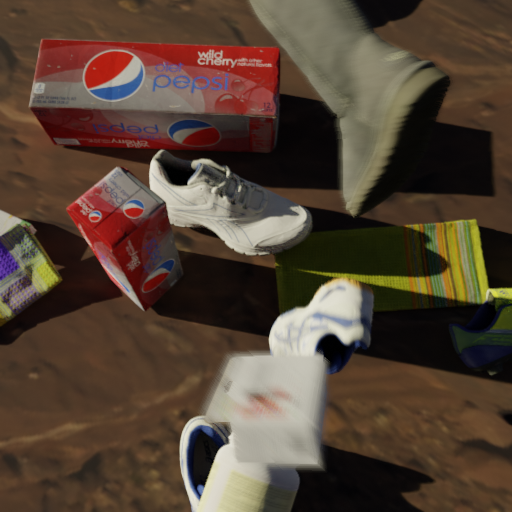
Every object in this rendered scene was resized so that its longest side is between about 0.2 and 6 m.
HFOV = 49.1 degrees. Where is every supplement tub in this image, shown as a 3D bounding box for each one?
[{"bbox_3d":[-0.110,3.031,6.955,1.096,1.096,1.511,19,77,7],"label":"supplement tub"}]

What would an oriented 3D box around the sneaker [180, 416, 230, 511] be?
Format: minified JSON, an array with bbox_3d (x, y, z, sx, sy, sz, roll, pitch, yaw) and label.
[{"bbox_3d":[-0.609,4.046,8.790,1.137,1.331,3.020,-20,73,-8],"label":"sneaker"}]

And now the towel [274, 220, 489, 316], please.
[{"bbox_3d":[2.361,0.225,10.665,3.981,0.359,1.713,-4,70,-1],"label":"towel"}]

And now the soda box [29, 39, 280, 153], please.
[{"bbox_3d":[-1.886,-3.172,11.257,4.706,1.492,1.647,3,71,0],"label":"soda box"}]

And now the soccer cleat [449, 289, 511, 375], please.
[{"bbox_3d":[4.840,0.951,10.033,2.996,0.969,1.253,-30,83,-8],"label":"soccer cleat"}]

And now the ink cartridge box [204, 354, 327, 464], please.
[{"bbox_3d":[0.154,1.638,6.164,1.133,1.290,0.541,-4,110,14],"label":"ink cartridge box"}]

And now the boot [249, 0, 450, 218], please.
[{"bbox_3d":[1.099,-2.869,8.905,1.385,3.470,3.816,-32,67,-24],"label":"boot"}]

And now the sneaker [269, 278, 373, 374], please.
[{"bbox_3d":[0.810,1.258,7.952,0.871,2.314,1.020,18,51,-16],"label":"sneaker"}]

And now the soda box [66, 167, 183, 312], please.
[{"bbox_3d":[-2.032,-0.144,9.294,0.991,3.127,1.095,41,72,13],"label":"soda box"}]

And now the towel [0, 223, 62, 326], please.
[{"bbox_3d":[-4.806,0.478,10.396,2.020,0.230,1.451,-34,87,-6],"label":"towel"}]

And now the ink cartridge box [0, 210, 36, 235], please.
[{"bbox_3d":[-4.862,-0.468,10.892,0.877,0.384,0.637,24,72,6],"label":"ink cartridge box"}]

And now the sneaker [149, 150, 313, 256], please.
[{"bbox_3d":[-0.571,-0.989,10.366,3.316,1.444,1.236,15,61,9],"label":"sneaker"}]
